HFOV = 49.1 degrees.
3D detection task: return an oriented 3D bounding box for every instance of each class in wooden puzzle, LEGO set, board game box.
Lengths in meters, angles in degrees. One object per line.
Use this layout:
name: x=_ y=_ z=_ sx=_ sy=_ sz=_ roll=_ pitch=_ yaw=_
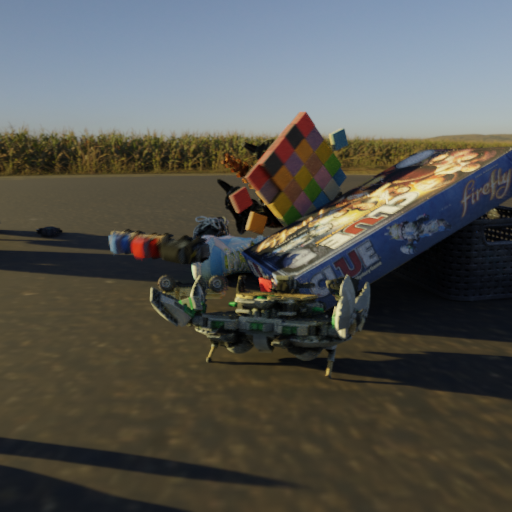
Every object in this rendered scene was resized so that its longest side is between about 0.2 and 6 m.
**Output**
wooden puzzle: x=0.733 y=-1.297 z=9.404 sx=2.619 sy=1.553 sz=0.184 roll=-52 pitch=33 yaw=-17
LEGO set: x=0.021 y=0.701 z=6.130 sx=2.266 sy=0.989 sz=3.489 roll=1 pitch=-2 yaw=-8
board game box: x=1.696 y=-0.490 z=8.140 sx=3.533 sy=0.611 sz=2.394 roll=-30 pitch=16 yaw=-9

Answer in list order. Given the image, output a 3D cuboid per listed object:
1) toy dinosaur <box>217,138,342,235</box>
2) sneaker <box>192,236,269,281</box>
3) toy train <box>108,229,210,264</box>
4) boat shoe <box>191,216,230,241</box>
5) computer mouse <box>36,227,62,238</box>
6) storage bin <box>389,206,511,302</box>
toy dinosaur: x=0.569 y=-1.031 z=11.112 sx=3.696 sy=1.888 sz=2.508 roll=12 pitch=-5 yaw=33
sneaker: x=-0.215 y=0.009 z=9.338 sx=1.254 sy=0.764 sz=1.921 roll=2 pitch=12 yaw=19
toy train: x=-1.564 y=-0.129 z=8.387 sx=0.526 sy=0.392 sz=2.296 roll=-20 pitch=19 yaw=-41
boat shoe: x=-0.954 y=-0.479 z=11.945 sx=0.783 sy=0.725 sz=2.122 roll=3 pitch=11 yaw=14
computer mouse: x=-5.202 y=-0.635 z=14.070 sx=0.640 sy=0.244 sz=0.924 roll=-3 pitch=11 yaw=-19
storage bin: x=3.295 y=-0.186 z=9.125 sx=1.743 sy=1.209 sz=2.579 roll=-4 pitch=11 yaw=-12
